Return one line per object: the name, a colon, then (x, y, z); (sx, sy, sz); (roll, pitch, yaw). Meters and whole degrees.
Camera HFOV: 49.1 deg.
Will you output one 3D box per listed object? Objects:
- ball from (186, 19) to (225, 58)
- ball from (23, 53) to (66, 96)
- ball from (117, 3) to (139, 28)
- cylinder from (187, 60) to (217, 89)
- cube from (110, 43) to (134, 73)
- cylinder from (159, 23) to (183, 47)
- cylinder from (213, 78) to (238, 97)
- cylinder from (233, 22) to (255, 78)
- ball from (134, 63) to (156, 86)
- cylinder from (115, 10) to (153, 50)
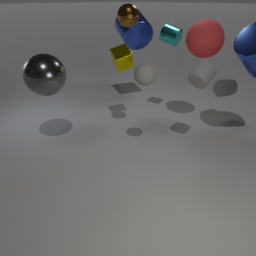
ball: (2.884, -3.338, 10.490); (1.400, 1.400, 1.400); (0, 28, 0)
ball: (-2.779, -1.770, 9.369); (1.400, 1.400, 1.400); (0, 28, 0)
ball: (0.006, -3.508, 8.741); (0.700, 0.700, 0.700); (0, 28, 0)
cylinder: (2.445, -1.765, 9.243); (0.700, 0.700, 0.700); (26, 68, 40)
cube: (-0.236, -2.747, 10.991); (0.700, 0.700, 0.700); (-22, 60, -7)
cylinder: (1.720, -3.720, 11.203); (0.700, 0.700, 0.700); (30, 37, 17)
cylinder: (4.032, -1.680, 11.621); (0.700, 0.700, 0.700); (-12, 30, -25)
cylinder: (4.501, -2.593, 9.434); (1.400, 1.400, 1.400); (34, 3, -40)
ball: (0.530, -1.683, 8.806); (0.700, 0.700, 0.700); (0, 28, 0)
cylinder: (0.270, -4.574, 12.919); (1.400, 1.400, 1.400); (-10, 51, -19)
